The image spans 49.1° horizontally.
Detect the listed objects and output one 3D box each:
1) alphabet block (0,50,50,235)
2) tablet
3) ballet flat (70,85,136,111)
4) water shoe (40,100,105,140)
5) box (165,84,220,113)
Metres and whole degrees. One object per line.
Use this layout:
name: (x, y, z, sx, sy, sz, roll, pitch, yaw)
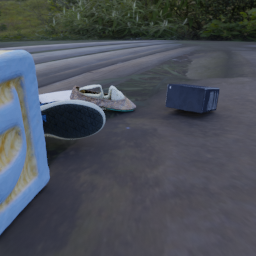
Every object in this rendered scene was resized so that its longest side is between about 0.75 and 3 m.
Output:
alphabet block: (-3.159, 0.229, 4.363, 2.709, 2.660, 2.646, 4, 20, 12)
tablet: (-2.311, -1.041, 11.021, 1.881, 0.197, 2.891, -14, 27, -31)
ballet flat: (-0.855, -1.115, 10.077, 2.437, 0.820, 0.830, 4, 26, -11)
water shoe: (-2.090, -0.304, 7.400, 2.922, 1.045, 1.153, -5, 22, -12)
box: (2.301, -1.088, 9.963, 1.401, 0.868, 1.377, 14, 13, 35)
